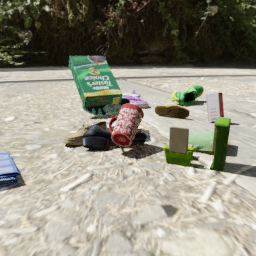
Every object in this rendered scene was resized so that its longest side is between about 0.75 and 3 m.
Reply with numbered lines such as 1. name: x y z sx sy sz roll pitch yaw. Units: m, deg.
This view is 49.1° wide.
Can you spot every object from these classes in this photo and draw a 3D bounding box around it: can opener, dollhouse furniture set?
1. can opener: -0.405 0.321 8.494 1.964 0.772 0.623 1 -20 -11
2. dollhouse furniture set: 2.042 0.123 7.818 1.542 1.181 2.353 7 17 22

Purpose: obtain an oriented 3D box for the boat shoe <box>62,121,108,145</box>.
1. boat shoe: -1.360 0.135 8.960 0.604 0.547 1.695 14 21 40

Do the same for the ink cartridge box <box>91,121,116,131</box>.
1. ink cartridge box: -0.803 -0.072 10.419 0.810 0.190 0.801 -13 18 -43

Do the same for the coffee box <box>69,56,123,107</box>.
1. coffee box: -1.116 -1.636 9.403 1.313 0.470 2.136 -6 51 -23

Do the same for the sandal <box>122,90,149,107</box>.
1. sandal: 0.144 -1.681 15.098 1.231 0.743 3.025 -6 17 -22

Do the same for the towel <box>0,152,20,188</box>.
1. towel: -3.943 1.043 6.179 2.721 0.324 1.998 -7 15 -29

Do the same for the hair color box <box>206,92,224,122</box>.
1. hair color box: 3.470 -0.829 11.139 0.340 1.111 0.564 -7 4 -44

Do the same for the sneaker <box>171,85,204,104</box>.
1. sneaker: 3.415 -1.720 15.246 2.415 0.894 1.009 -23 30 -35

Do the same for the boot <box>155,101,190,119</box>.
1. boot: 2.145 -0.828 12.429 1.589 0.578 1.235 6 16 33

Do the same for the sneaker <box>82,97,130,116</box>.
1. sneaker: -1.288 -1.113 12.982 2.425 0.943 1.696 0 11 -36

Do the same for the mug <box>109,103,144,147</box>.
1. mug: -0.090 -0.015 8.129 0.987 0.742 1.112 -36 25 46
